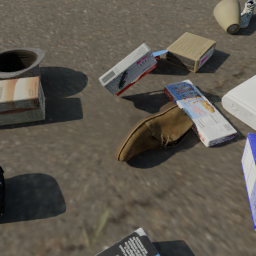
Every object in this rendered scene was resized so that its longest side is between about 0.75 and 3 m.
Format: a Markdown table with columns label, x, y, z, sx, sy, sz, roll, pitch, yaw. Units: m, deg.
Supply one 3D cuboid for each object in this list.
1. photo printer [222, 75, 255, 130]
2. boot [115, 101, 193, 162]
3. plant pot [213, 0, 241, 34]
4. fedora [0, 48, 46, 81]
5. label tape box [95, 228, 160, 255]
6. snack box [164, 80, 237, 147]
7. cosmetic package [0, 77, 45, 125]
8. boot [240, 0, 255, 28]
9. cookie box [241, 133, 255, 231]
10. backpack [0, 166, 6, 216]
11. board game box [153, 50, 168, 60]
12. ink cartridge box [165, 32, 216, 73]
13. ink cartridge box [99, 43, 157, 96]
| label | x | y | z | sx | sy | sz | roll | pitch | yaw |
| --- | --- | --- | --- | --- | --- | --- | --- | --- | --- |
| photo printer | 4.368 | -0.893 | 8.920 | 2.126 | 0.738 | 1.769 | -29 | 53 | -24 |
| boot | 0.802 | 0.221 | 7.803 | 2.710 | 0.998 | 1.023 | -34 | 66 | -31 |
| plant pot | 4.570 | -4.914 | 12.595 | 1.188 | 1.188 | 1.269 | -2 | 62 | -2 |
| fedora | -3.819 | -1.992 | 9.812 | 2.137 | 0.965 | 1.890 | 2 | 45 | 10 |
| label tape box | -0.321 | 3.291 | 4.901 | 2.568 | 0.813 | 1.852 | -24 | 51 | -22 |
| snack box | 2.190 | -0.574 | 8.901 | 0.977 | 0.330 | 2.717 | -17 | 49 | -15 |
| cosmetic package | -3.796 | -0.799 | 8.671 | 2.243 | 0.979 | 1.160 | -9 | 47 | -9 |
| boot | 5.538 | -5.419 | 13.162 | 0.639 | 0.830 | 1.737 | 20 | 50 | 18 |
| cookie box | 3.857 | 1.267 | 6.209 | 2.217 | 0.974 | 2.592 | 11 | 28 | 11 |
| backpack | -3.365 | 1.342 | 6.525 | 0.995 | 1.173 | 1.321 | -6 | 42 | -12 |
| board game box | 0.702 | -2.553 | 10.592 | 1.729 | 0.337 | 1.366 | -8 | 20 | 21 |
| ink cartridge box | 2.464 | -3.007 | 11.015 | 1.357 | 0.619 | 1.647 | 29 | 53 | 24 |
| ink cartridge box | 0.129 | -1.637 | 8.723 | 1.722 | 1.494 | 0.375 | -37 | 65 | 8 |
